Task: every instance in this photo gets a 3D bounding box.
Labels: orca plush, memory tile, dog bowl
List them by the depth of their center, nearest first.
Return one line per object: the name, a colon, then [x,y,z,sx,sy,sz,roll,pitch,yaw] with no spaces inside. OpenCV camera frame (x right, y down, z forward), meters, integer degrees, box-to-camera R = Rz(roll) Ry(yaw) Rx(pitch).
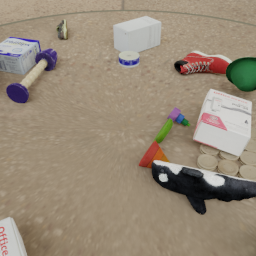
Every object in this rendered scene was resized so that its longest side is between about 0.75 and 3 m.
orca plush: [1.843,1.497,6.492,2.748,0.977,1.446,12,-4,-2]
memory tile: [2.837,0.561,7.809,1.622,0.178,2.116,14,43,15]
dog bowl: [0.046,-2.868,11.660,0.875,0.345,0.875,0,41,0]

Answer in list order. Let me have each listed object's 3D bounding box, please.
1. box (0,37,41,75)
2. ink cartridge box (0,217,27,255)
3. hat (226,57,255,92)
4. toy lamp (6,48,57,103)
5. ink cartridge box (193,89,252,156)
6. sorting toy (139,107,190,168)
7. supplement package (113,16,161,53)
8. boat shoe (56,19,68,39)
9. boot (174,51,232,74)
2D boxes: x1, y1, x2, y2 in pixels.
box: [-4.547,-2.971,11.408,1.441,0.822,1.566,11,42,12]
ink cartridge box: [-2.747,2.747,4.692,2.177,0.921,1.573,-21,45,-21]
hat: [3.793,-1.218,8.978,1.521,1.836,1.616,16,66,14]
toy lamp: [-3.397,-2.083,10.396,0.866,0.866,2.975,6,42,7]
ink cartridge box: [2.665,-0.228,7.824,1.307,0.738,1.783,20,41,10]
sorting toy: [1.179,0.370,7.779,0.826,0.832,2.399,34,49,3]
supplement package: [0.421,-4.162,12.576,1.892,1.106,1.110,-26,47,-28]
boat shoe: [-3.279,-4.898,13.831,0.545,0.592,1.658,-5,45,-13]
boot: [2.843,-2.315,10.766,1.469,0.737,2.036,-33,42,-32]
